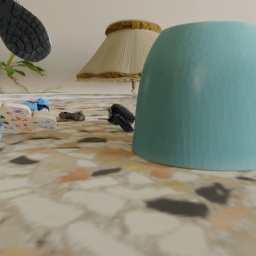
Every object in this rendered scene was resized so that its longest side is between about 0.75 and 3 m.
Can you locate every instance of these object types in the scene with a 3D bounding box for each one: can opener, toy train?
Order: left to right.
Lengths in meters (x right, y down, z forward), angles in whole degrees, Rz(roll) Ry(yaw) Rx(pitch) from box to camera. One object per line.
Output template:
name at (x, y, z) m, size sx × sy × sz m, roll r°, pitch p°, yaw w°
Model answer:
toy train at (-3.281, -0.566, 9.649) m, size 1.142 × 0.866 × 1.998 m, roll -11°, pitch 12°, yaw -24°
can opener at (-0.152, -0.381, 8.689) m, size 0.911 × 0.735 × 2.318 m, roll -1°, pitch 8°, yaw -11°

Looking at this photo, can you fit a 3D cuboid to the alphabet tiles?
alphabet tiles at (-2.958, -0.288, 6.510) m, size 2.534 × 0.185 × 2.478 m, roll 6°, pitch -14°, yaw -11°

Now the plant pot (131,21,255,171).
plant pot at (1.540, -0.717, 5.527) m, size 2.948 × 2.366 × 2.948 m, roll 0°, pitch 9°, yaw 0°

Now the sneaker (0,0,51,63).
sneaker at (-2.125, -2.072, 4.844) m, size 0.776 × 2.049 × 0.897 m, roll -34°, pitch 46°, yaw 8°

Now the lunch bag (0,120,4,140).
lunch bag at (-3.240, 0.095, 6.173) m, size 0.773 × 0.579 × 0.911 m, roll -3°, pitch 19°, yaw -10°

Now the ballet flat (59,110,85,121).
ballet flat at (-2.150, -0.520, 10.715) m, size 0.561 × 0.386 × 1.666 m, roll -7°, pitch 11°, yaw -38°
